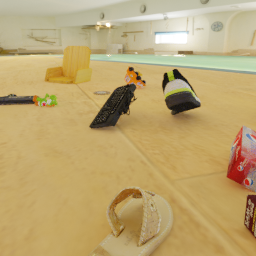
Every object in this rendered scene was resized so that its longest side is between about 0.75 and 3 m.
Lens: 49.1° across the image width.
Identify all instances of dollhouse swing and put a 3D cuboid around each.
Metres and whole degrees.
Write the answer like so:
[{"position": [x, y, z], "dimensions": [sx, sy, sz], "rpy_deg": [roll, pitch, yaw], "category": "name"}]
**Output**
[{"position": [-3.756, -4.053, 17.708], "dimensions": [2.460, 2.162, 2.235], "rpy_deg": [10, 20, 27], "category": "dollhouse swing"}]

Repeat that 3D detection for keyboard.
[{"position": [-0.366, -0.909, 9.097], "dimensions": [1.266, 0.482, 2.432], "rpy_deg": [-7, 35, 26], "category": "keyboard"}]

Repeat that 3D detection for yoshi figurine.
[{"position": [-3.313, -1.152, 11.436], "dimensions": [0.981, 0.549, 0.551], "rpy_deg": [6, 12, 8], "category": "yoshi figurine"}]

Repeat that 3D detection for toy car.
[{"position": [0.501, -2.669, 16.304], "dimensions": [0.952, 1.403, 2.860], "rpy_deg": [-41, -8, 11], "category": "toy car"}]

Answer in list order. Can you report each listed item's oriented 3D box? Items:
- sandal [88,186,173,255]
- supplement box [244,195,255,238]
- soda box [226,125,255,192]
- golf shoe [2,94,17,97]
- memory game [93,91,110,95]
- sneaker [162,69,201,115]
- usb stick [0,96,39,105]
[{"position": [0.075, 1.192, 3.770], "dimensions": [0.860, 0.771, 2.345], "rpy_deg": [8, 20, 23], "category": "sandal"}, {"position": [2.321, 1.451, 3.313], "dimensions": [1.001, 0.560, 1.840], "rpy_deg": [-3, 19, -7], "category": "supplement box"}, {"position": [2.466, 0.550, 5.735], "dimensions": [0.608, 0.551, 1.738], "rpy_deg": [28, 27, 11], "category": "soda box"}, {"position": [-5.310, -1.346, 12.392], "dimensions": [0.343, 0.301, 0.779], "rpy_deg": [7, 17, 41], "category": "golf shoe"}, {"position": [-1.314, -1.754, 14.012], "dimensions": [0.886, 0.056, 0.886], "rpy_deg": [0, 19, 0], "category": "memory game"}, {"position": [1.712, -1.208, 9.114], "dimensions": [1.070, 1.236, 2.984], "rpy_deg": [-16, -8, 11], "category": "sneaker"}, {"position": [-4.743, -1.179, 11.821], "dimensions": [1.919, 0.313, 0.532], "rpy_deg": [-2, 18, -8], "category": "usb stick"}]
